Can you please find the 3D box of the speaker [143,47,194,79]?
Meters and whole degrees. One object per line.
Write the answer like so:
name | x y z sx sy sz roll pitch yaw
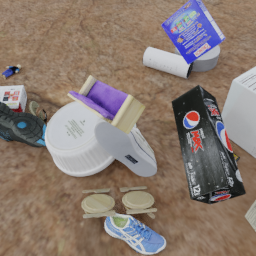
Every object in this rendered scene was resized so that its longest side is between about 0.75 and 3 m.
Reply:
speaker | 1.865 -3.034 13.015 2.252 0.915 0.915 22 51 20

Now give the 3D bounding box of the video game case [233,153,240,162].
video game case | 2.974 1.061 9.712 1.352 0.172 1.222 -34 55 -28

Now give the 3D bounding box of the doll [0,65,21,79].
doll | -5.478 -2.700 13.154 0.714 0.254 1.047 30 54 24

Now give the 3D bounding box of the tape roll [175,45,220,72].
tape roll | 3.363 -3.646 13.727 2.121 0.701 2.121 -1 47 1

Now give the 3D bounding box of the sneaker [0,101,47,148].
sneaker | -3.995 0.013 10.107 2.845 1.165 1.041 28 42 15

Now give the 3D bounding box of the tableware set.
tableware set | -0.281 2.306 8.268 2.141 0.429 1.415 -2 18 -9

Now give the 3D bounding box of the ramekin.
ramekin | -1.528 0.209 9.316 2.603 1.212 2.603 -10 52 13

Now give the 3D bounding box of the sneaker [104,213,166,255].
sneaker | 0.166 2.870 7.667 1.814 0.699 0.687 17 48 12

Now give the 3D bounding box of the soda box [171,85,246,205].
soda box | 2.015 0.385 7.343 0.937 1.047 2.959 25 47 -39

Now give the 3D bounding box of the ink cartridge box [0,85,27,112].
ink cartridge box | -5.036 -0.983 11.205 1.646 0.690 1.445 -3 46 -6

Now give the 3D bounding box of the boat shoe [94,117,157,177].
boat shoe | 0.010 0.412 8.699 1.014 2.859 0.998 -25 40 28

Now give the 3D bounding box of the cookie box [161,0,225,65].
cookie box | 2.137 -3.170 9.233 1.635 1.398 0.614 55 41 -6

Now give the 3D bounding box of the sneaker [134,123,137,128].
sneaker | -0.141 0.178 9.997 0.810 0.706 1.801 12 41 -25

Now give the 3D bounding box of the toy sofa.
toy sofa | -0.581 -0.677 6.806 1.909 0.931 0.791 33 90 47

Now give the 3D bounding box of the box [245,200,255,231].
box | 4.293 2.944 7.340 0.906 1.107 2.331 -16 51 -16

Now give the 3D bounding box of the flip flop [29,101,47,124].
flip flop | -3.334 -0.458 10.711 0.464 0.654 1.612 -39 51 10

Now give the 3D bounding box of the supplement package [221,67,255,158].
supplement package | 4.839 -0.429 9.553 1.855 2.412 2.522 -30 54 -25
